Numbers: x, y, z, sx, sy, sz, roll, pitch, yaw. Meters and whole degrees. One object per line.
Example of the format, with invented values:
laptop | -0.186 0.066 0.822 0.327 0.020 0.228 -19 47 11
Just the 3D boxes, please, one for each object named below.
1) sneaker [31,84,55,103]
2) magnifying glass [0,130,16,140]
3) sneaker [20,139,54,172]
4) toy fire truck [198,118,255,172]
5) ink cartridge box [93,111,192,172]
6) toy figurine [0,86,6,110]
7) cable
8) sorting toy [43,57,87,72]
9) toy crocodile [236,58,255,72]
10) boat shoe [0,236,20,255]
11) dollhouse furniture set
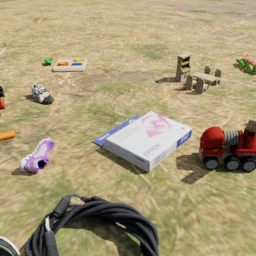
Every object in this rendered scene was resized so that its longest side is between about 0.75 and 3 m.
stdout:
sneaker | -3.617 -1.456 11.689 1.406 0.622 0.521 25 39 32
magnifying glass | -4.746 0.444 9.077 2.058 0.230 0.819 -17 36 -21
sneaker | -2.509 0.841 8.188 0.580 0.528 1.313 17 41 16
toy fire truck | 2.906 0.307 7.729 1.612 1.832 1.178 3 32 4
ink cartridge box | 0.468 0.210 9.155 2.390 0.518 2.347 26 40 32
toy figurine | -5.630 -1.540 10.485 1.454 2.057 2.090 -17 35 -15
cable | -0.695 2.369 5.541 2.760 0.701 2.252 19 37 27
sorting toy | -3.499 -3.529 15.188 2.441 0.359 1.805 -1 32 -3
toy crocodile | 6.404 -3.386 14.767 0.627 0.573 1.857 -8 33 -13
boat shoe | -2.740 2.428 5.711 1.248 0.472 0.376 6 30 30
dollhouse furniture set | 3.207 -2.623 12.936 1.853 1.231 1.624 27 41 36
